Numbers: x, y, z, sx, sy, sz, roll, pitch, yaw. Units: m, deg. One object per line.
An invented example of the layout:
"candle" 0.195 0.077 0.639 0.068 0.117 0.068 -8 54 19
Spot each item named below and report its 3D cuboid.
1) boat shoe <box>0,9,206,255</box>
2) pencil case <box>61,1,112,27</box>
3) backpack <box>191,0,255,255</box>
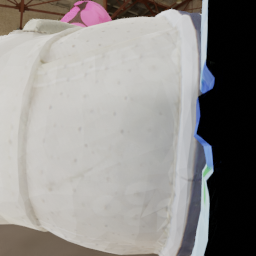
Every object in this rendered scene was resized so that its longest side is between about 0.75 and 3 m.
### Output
"boat shoe" -0.182 -0.115 1.863 0.983 0.998 2.816 3 9 -4
"pencil case" -1.609 -1.359 5.890 1.379 2.944 1.336 25 -22 51
"backpack" 0.518 0.093 0.092 1.072 0.824 0.875 23 -5 -27
